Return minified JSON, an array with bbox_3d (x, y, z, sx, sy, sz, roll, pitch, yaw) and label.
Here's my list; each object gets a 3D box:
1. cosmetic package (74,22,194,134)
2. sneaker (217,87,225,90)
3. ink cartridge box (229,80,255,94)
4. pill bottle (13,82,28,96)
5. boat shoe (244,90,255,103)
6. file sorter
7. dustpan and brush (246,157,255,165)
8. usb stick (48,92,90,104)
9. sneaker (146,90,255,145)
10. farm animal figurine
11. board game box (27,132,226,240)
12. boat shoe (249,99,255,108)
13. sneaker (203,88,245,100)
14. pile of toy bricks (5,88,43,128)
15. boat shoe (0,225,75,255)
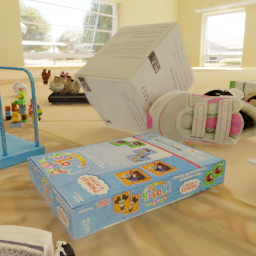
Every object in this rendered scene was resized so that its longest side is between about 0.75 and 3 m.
[{"bbox_3d":[0.254,-1.264,7.097,1.813,1.811,2.197,12,55,39],"label":"cosmetic package"},{"bbox_3d":[3.995,-1.406,12.043,0.568,0.499,1.417,15,28,30],"label":"sneaker"},{"bbox_3d":[5.747,-1.814,12.983,1.214,0.701,1.662,-6,16,-22],"label":"ink cartridge box"},{"bbox_3d":[-5.015,-1.790,13.097,0.609,0.609,1.119,-7,17,-25],"label":"pill bottle"},{"bbox_3d":[4.199,-0.852,9.659,1.837,0.673,0.576,-17,24,-20],"label":"boat shoe"},{"bbox_3d":[-3.248,-0.153,4.838,1.942,1.717,2.798,11,19,38],"label":"file sorter"},{"bbox_3d":[3.007,0.715,4.079,2.079,0.595,1.451,-12,19,-18],"label":"dustpan and brush"},{"bbox_3d":[-1.663,-1.164,11.055,2.859,0.466,0.793,0,21,0],"label":"usb stick"},{"bbox_3d":[1.808,-0.230,6.172,2.861,1.164,1.262,-6,14,-20],"label":"sneaker"},{"bbox_3d":[-2.714,-1.760,12.196,2.101,1.096,2.078,4,19,-40],"label":"farm animal figurine"},{"bbox_3d":[-0.056,0.639,4.288,2.432,0.445,1.840,-9,18,-31],"label":"board game box"},{"bbox_3d":[5.085,-0.702,8.405,2.831,0.913,1.009,11,19,36],"label":"boat shoe"},{"bbox_3d":[2.630,-0.753,7.892,2.038,0.815,0.751,-24,54,-27],"label":"sneaker"},{"bbox_3d":[-3.113,-0.698,8.295,1.086,0.966,1.957,-4,16,-15],"label":"pile of toy bricks"},{"bbox_3d":[-1.735,1.083,1.284,2.942,1.098,1.364,0,7,-5],"label":"boat shoe"}]
